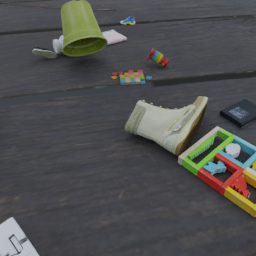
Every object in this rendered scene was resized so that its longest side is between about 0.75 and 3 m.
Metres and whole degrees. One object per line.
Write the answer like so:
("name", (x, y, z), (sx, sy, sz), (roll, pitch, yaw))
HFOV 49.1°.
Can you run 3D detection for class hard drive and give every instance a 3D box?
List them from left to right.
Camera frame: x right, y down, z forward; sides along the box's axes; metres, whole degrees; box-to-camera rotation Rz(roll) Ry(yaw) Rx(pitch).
("hard drive", (3.849, -0.510, 9.370), (1.278, 0.210, 0.892), (-23, 45, -26))

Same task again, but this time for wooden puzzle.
("wooden puzzle", (0.141, -2.062, 11.339), (1.649, 0.116, 0.978), (-3, 39, -4))

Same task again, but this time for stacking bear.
("stacking bear", (1.312, -2.953, 11.936), (0.903, 0.548, 0.513), (32, 50, -5))

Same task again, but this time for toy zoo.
("toy zoo", (2.924, 1.090, 7.258), (1.794, 0.280, 2.734), (-32, 49, -27))

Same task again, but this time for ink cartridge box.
("ink cartridge box", (-1.993, 2.435, 5.225), (0.525, 0.910, 1.247), (-32, 48, -30))

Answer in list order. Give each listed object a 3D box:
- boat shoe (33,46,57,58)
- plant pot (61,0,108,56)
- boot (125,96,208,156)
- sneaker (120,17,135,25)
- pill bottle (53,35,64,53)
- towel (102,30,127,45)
("boat shoe", (-3.737, -3.427, 12.589), (1.060, 0.396, 0.351), (3, 54, -23))
("plant pot", (-2.016, -4.235, 11.794), (1.947, 1.790, 1.947), (-15, -3, -1))
("boot", (1.255, -0.413, 8.670), (1.954, 0.910, 2.526), (22, 49, 22))
("sneaker", (-0.015, -6.213, 16.136), (0.873, 0.459, 0.331), (6, 40, 6))
("pill bottle", (-2.591, -3.923, 13.003), (1.658, 0.865, 0.865), (-19, 43, -24))
("towel", (-0.985, -4.660, 14.432), (1.402, 0.226, 1.339), (-23, 45, -24))
